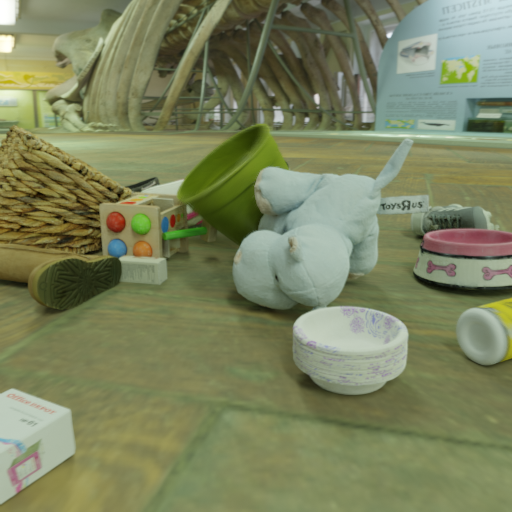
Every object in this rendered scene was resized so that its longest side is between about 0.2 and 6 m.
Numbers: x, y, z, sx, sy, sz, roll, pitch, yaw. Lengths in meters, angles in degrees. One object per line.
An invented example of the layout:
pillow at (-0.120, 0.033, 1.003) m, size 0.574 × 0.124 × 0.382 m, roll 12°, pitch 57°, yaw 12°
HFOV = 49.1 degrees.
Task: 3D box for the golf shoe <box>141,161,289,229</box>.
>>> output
golf shoe at (-0.897, -1.482, 12.220) m, size 3.430 × 1.579 × 1.245 m, roll -7°, pitch 48°, yaw -17°

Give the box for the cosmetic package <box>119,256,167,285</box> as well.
cosmetic package at (-1.860, 0.227, 9.112) m, size 0.749 × 0.387 × 0.327 m, roll 5°, pitch 17°, yaw 14°

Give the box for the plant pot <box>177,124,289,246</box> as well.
plant pot at (-0.055, -0.969, 9.991) m, size 1.973 × 1.900 × 1.973 m, roll -32°, pitch 25°, yaw 17°

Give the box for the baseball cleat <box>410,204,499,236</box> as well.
baseball cleat at (3.873, -0.555, 11.296) m, size 1.358 × 0.890 × 2.552 m, roll -4°, pitch 6°, yaw 7°

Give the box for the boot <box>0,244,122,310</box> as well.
boot at (-3.463, 0.252, 8.542) m, size 2.191 × 0.725 × 1.919 m, roll 7°, pitch 5°, yaw 20°

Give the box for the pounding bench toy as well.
pounding bench toy at (-1.727, -0.450, 10.140) m, size 1.791 × 1.113 × 1.397 m, roll 5°, pitch 17°, yaw 16°

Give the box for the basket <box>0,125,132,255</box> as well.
basket at (-4.333, -0.855, 11.538) m, size 2.572 × 2.685 × 3.604 m, roll 29°, pitch -1°, yaw -31°

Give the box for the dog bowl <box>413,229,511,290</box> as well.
dog bowl at (3.514, 0.001, 9.096) m, size 1.852 × 0.683 × 1.852 m, roll -1°, pitch 11°, yaw 0°

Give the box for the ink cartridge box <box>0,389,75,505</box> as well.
ink cartridge box at (-2.095, 1.536, 4.404) m, size 0.773 × 0.453 × 1.069 m, roll 9°, pitch 17°, yaw 29°

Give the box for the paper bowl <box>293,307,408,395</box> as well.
paper bowl at (0.977, 1.019, 5.907) m, size 1.187 × 0.617 × 1.187 m, roll 0°, pitch 16°, yaw 0°

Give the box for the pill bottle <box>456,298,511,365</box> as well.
pill bottle at (2.956, 0.832, 6.498) m, size 1.161 × 0.650 × 0.650 m, roll -9°, pitch 19°, yaw -28°

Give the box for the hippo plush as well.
hippo plush at (0.928, 0.026, 8.007) m, size 2.760 × 2.198 × 2.219 m, roll -4°, pitch 41°, yaw 32°

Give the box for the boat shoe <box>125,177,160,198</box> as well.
boat shoe at (-3.693, -1.696, 15.213) m, size 2.475 × 0.705 × 0.827 m, roll -14°, pitch 21°, yaw -40°
